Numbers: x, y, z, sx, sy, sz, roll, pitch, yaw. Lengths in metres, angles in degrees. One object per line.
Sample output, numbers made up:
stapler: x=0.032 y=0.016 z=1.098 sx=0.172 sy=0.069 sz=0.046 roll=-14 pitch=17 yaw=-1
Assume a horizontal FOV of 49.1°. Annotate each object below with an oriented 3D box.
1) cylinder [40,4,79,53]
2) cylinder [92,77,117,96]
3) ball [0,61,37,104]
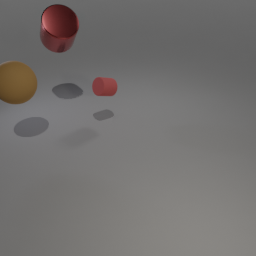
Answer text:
cylinder: x=-2.748 y=-3.904 z=11.125 sx=1.400 sy=1.400 sz=1.400 roll=-14 pitch=-3 yaw=-21
cylinder: x=-0.880 y=-1.562 z=10.642 sx=0.700 sy=0.700 sz=0.700 roll=28 pitch=22 yaw=37
ball: x=-3.685 y=-1.470 z=9.116 sx=1.400 sy=1.400 sz=1.400 roll=0 pitch=32 yaw=0
